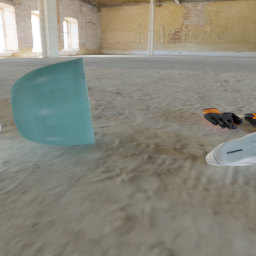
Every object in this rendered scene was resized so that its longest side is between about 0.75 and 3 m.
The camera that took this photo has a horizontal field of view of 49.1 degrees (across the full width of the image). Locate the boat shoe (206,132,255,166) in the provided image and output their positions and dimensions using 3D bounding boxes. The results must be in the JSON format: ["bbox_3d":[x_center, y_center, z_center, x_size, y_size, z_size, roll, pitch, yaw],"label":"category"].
[{"bbox_3d":[2.479,0.477,6.062,1.808,0.665,0.604,0,-16,-24],"label":"boat shoe"}]

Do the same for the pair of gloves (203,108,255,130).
[{"bbox_3d":[3.646,-0.274,8.786,2.477,0.306,2.207,4,17,1],"label":"pair of gloves"}]

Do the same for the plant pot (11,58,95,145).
[{"bbox_3d":[-1.849,-0.553,7.056,1.766,2.200,2.200,-8,18,-6],"label":"plant pot"}]
